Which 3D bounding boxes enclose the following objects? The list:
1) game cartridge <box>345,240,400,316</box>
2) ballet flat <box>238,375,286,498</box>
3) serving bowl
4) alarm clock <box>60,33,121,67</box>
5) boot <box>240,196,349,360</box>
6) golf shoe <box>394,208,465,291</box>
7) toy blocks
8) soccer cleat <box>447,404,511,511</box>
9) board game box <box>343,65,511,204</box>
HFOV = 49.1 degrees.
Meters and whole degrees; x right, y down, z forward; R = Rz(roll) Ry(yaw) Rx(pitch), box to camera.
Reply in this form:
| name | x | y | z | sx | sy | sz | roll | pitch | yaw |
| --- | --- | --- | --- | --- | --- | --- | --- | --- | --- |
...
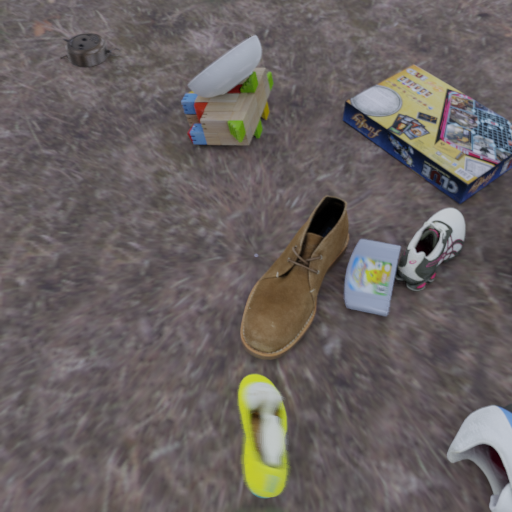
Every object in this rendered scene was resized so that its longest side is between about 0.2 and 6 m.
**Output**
| name | x | y | z | sx | sy | sz | roll | pitch | yaw |
| --- | --- | --- | --- | --- | --- | --- | --- | --- | --- |
| game cartridge | 1.627 | 0.297 | 7.993 | 0.680 | 0.206 | 1.020 | 10 | 84 | 19 |
| ballet flat | 0.120 | 1.940 | 6.565 | 0.574 | 0.576 | 1.718 | 7 | 37 | -9 |
| serving bowl | -0.458 | -3.141 | 9.590 | 1.439 | 1.439 | 0.473 | -42 | 104 | -27 |
| alarm clock | -3.449 | -4.350 | 11.794 | 1.228 | 0.409 | 0.828 | 7 | 52 | 2 |
| boot | 0.568 | 0.199 | 7.894 | 0.993 | 1.017 | 2.696 | 24 | 57 | 15 |
| golf shoe | 2.716 | -0.234 | 8.385 | 0.675 | 0.770 | 1.748 | 29 | 56 | 22 |
| toy blocks | -0.658 | -2.756 | 10.298 | 1.453 | 1.063 | 2.126 | 4 | 51 | 17 |
| soccer cleat | 3.215 | 2.759 | 5.999 | 1.105 | 0.894 | 2.559 | -27 | 50 | -26 |
| board game box | 3.239 | -2.301 | 10.132 | 1.906 | 0.487 | 2.813 | -32 | 58 | -22 |
